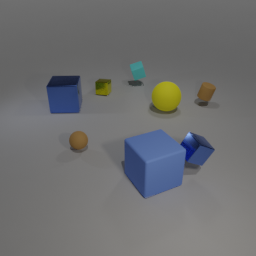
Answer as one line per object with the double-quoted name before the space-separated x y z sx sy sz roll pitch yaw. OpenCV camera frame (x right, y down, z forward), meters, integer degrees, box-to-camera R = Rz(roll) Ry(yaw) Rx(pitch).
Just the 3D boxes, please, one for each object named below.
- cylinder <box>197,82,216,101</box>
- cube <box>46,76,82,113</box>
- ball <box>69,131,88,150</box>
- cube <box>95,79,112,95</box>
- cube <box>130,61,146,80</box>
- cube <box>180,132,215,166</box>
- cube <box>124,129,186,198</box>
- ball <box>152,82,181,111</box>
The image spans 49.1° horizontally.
"cylinder" 3.851 -1.784 13.747 0.700 0.700 0.700 12 34 -8
"cube" -3.026 -1.645 13.562 1.400 1.400 1.400 -1 30 -2
"ball" -1.837 0.457 10.428 0.700 0.700 0.700 0 30 0
"cube" -1.331 -2.240 15.228 0.700 0.700 0.700 7 26 13
"cube" 0.561 -3.245 15.890 0.700 0.700 0.700 -18 43 5
"cube" 2.140 0.663 8.851 0.700 0.700 0.700 17 27 -32
"cube" 0.806 1.080 8.864 1.400 1.400 1.400 -14 33 -23
"ball" 1.814 -1.487 13.242 1.400 1.400 1.400 0 30 0
